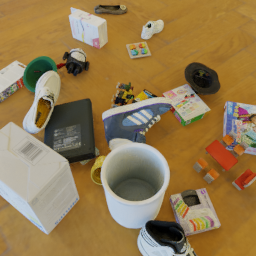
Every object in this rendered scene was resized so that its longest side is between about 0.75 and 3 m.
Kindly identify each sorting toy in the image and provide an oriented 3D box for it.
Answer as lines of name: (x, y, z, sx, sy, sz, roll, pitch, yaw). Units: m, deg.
sorting toy: (0.507, -3.775, 13.449, 1.006, 0.198, 1.087, -11, 54, -8)

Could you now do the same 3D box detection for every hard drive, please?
hard drive: (-2.150, 0.101, 10.219, 1.798, 0.424, 2.577, -13, 53, 4)

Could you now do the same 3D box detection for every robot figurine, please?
robot figurine: (-2.300, -2.943, 12.431, 0.826, 0.994, 1.323, -9, 51, 22)

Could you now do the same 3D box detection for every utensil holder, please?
utensil holder: (0.180, 1.758, 8.137, 1.816, 2.137, 1.816, 0, 54, -1)

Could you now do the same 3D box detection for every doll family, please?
doll family: (-0.157, -1.101, 10.873, 0.799, 1.383, 0.543, 10, 35, -25)

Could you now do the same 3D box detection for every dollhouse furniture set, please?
dollhouse furniture set: (3.317, 1.147, 9.147, 1.747, 0.900, 1.728, -39, 71, -12)

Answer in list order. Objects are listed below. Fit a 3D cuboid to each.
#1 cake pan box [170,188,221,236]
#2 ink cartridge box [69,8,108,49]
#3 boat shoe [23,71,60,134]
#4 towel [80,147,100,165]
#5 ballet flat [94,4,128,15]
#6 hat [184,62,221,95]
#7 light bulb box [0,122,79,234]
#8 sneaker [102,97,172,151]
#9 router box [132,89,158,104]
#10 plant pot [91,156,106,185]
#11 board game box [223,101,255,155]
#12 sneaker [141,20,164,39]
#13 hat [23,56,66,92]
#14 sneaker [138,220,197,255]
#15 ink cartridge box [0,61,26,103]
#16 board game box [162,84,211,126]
cake pan box: (2.037, 2.564, 8.666, 1.202, 0.341, 1.306, -8, 54, -9)
ink cartridge box: (-2.068, -4.865, 13.603, 2.152, 1.253, 0.726, 28, 58, 20)
boat shoe: (-2.981, -1.017, 10.219, 0.899, 0.913, 2.576, -9, 55, 45)
towel: (-1.554, 0.816, 10.033, 0.766, 0.216, 0.895, -34, 60, -23)
ballet flat: (-0.944, -6.570, 15.376, 1.853, 0.430, 0.624, 0, 53, 0)
hat: (2.983, -1.900, 11.706, 1.734, 0.700, 1.734, 8, 56, -12)
light bulb box: (-2.863, 1.500, 8.176, 2.345, 2.365, 1.476, 30, 58, 21)
sneaker: (0.531, 0.125, 10.038, 2.724, 1.097, 1.994, -13, 77, -13)
router box: (0.886, -0.972, 11.299, 1.189, 0.303, 0.887, 33, 60, 22)
plant pot: (-0.830, 1.352, 9.299, 0.799, 0.799, 0.752, -6, 30, -4)
board game box: (4.679, 0.028, 10.478, 2.081, 0.429, 2.086, 10, 54, 7)
sneaker: (1.299, -5.129, 14.182, 0.577, 0.657, 1.640, 32, 58, 23)
hat: (-3.351, -2.194, 12.301, 1.857, 1.635, 1.538, -28, 76, 10)
sneaker: (1.446, 3.489, 7.127, 2.923, 1.682, 1.103, 34, 60, 22)
ink cartridge box: (-5.116, -2.006, 11.959, 1.079, 0.499, 1.980, 29, 57, 20)
board game box: (2.317, -0.962, 11.273, 1.260, 0.332, 1.647, -22, 56, -16)
